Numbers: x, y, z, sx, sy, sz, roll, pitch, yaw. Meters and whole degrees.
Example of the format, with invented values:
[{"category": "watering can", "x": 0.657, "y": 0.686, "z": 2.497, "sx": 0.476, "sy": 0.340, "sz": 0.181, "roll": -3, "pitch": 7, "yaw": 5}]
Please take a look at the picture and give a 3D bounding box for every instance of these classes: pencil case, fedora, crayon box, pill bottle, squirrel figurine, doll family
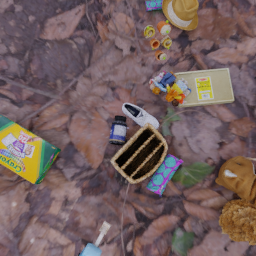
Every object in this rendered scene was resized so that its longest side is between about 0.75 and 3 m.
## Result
[{"category": "pencil case", "x": 1.286, "y": 1.639, "z": 9.813, "sx": 0.628, "sy": 0.682, "sz": 1.475, "roll": 38, "pitch": 81, "yaw": -28}, {"category": "fedora", "x": 2.141, "y": -4.576, "z": 10.639, "sx": 1.787, "sy": 0.729, "sz": 1.787, "roll": 10, "pitch": 65, "yaw": -21}, {"category": "crayon box", "x": -3.827, "y": 0.764, "z": 9.958, "sx": 2.436, "sy": 0.710, "sz": 1.447, "roll": 29, "pitch": 81, "yaw": 5}, {"category": "pill bottle", "x": -0.337, "y": 0.086, "z": 10.162, "sx": 0.573, "sy": 0.573, "sz": 1.025, "roll": 8, "pitch": 79, "yaw": 1}, {"category": "squirrel figurine", "x": 4.087, "y": 2.349, "z": 9.096, "sx": 2.713, "sy": 2.057, "sz": 2.907, "roll": 30, "pitch": 78, "yaw": 12}, {"category": "pencil case", "x": 1.154, "y": -4.878, "z": 11.146, "sx": 0.916, "sy": 0.390, "sz": 0.423, "roll": -7, "pitch": 64, "yaw": -1}, {"category": "doll family", "x": 1.453, "y": -1.502, "z": 10.198, "sx": 1.696, "sy": 0.764, "sz": 1.053, "roll": 40, "pitch": 77, "yaw": 21}]

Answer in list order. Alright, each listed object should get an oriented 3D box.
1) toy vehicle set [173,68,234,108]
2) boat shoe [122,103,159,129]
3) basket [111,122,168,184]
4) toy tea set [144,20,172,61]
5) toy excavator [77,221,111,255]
[{"category": "toy vehicle set", "x": 2.848, "y": -1.519, "z": 10.594, "sx": 2.092, "sy": 0.277, "sz": 1.300, "roll": -5, "pitch": 80, "yaw": -1}, {"category": "boat shoe", "x": 0.445, "y": -0.419, "z": 10.283, "sx": 1.543, "sy": 0.504, "sz": 0.568, "roll": 27, "pitch": 81, "yaw": 5}, {"category": "basket", "x": 0.484, "y": 0.969, "z": 9.581, "sx": 1.347, "sy": 1.406, "sz": 1.887, "roll": 44, "pitch": 82, "yaw": 7}, {"category": "toy tea set", "x": 0.859, "y": -2.179, "z": 7.107, "sx": 0.647, "sy": 1.089, "sz": 0.403, "roll": -30, "pitch": 48, "yaw": 2}, {"category": "toy excavator", "x": -0.742, "y": 2.681, "z": 6.216, "sx": 0.514, "sy": 1.000, "sz": 1.028, "roll": 31, "pitch": 92, "yaw": 5}]
